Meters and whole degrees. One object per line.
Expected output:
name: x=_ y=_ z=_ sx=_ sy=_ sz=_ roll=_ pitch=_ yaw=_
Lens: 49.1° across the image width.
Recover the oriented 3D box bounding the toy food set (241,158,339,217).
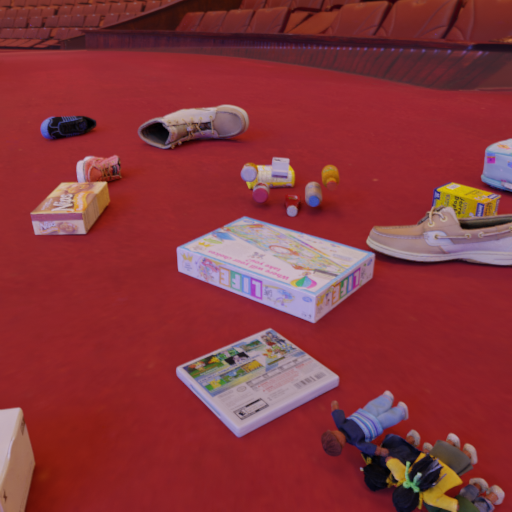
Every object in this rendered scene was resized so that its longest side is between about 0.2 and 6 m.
toy food set: x=0.631 y=-1.335 z=10.981 sx=1.921 sy=0.917 sz=0.865 roll=6 pitch=26 yaw=2

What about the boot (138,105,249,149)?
boot: x=-1.755 y=-3.629 z=15.853 sx=2.677 sy=0.965 sz=2.071 roll=7 pitch=25 yaw=28

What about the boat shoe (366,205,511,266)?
boat shoe: x=3.060 y=-0.393 z=9.042 sx=2.490 sy=0.826 sz=0.921 roll=2 pitch=21 yaw=2

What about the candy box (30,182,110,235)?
candy box: x=-3.474 y=-0.928 z=10.622 sx=0.945 sy=0.453 sz=1.637 roll=-2 pitch=27 yaw=3

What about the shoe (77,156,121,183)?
shoe: x=-3.496 y=-1.910 z=12.589 sx=0.782 sy=0.614 sz=1.719 roll=-6 pitch=22 yaw=-4

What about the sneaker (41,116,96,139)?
sneaker: x=-5.588 y=-3.902 z=16.802 sx=0.712 sy=0.641 sz=1.828 roll=3 pitch=23 yaw=25

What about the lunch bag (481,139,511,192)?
lunch bag: x=6.294 y=-1.916 z=12.224 sx=2.436 sy=0.939 sz=1.954 roll=-17 pitch=32 yaw=-31

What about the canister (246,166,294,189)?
canister: x=0.307 y=-1.781 z=12.547 sx=0.995 sy=0.431 sz=0.739 roll=-2 pitch=25 yaw=-8

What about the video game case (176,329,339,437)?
video game case: x=0.005 y=1.340 z=6.221 sx=1.359 sy=0.150 sz=1.239 roll=-18 pitch=31 yaw=-32

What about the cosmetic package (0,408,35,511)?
cosmetic package: x=-2.784 y=1.875 z=4.423 sx=1.785 sy=0.724 sz=1.007 roll=-3 pitch=26 yaw=-9

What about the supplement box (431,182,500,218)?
supplement box: x=3.921 y=-0.938 z=10.548 sx=0.583 sy=0.579 sz=1.064 roll=-22 pitch=33 yaw=-36

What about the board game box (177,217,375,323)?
board game box: x=0.279 y=0.102 z=8.520 sx=2.502 sy=0.428 sz=1.682 roll=19 pitch=30 yaw=34

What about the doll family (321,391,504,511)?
doll family: x=1.252 y=1.790 z=4.797 sx=0.935 sy=0.635 sz=1.618 roll=-22 pitch=28 yaw=-31
